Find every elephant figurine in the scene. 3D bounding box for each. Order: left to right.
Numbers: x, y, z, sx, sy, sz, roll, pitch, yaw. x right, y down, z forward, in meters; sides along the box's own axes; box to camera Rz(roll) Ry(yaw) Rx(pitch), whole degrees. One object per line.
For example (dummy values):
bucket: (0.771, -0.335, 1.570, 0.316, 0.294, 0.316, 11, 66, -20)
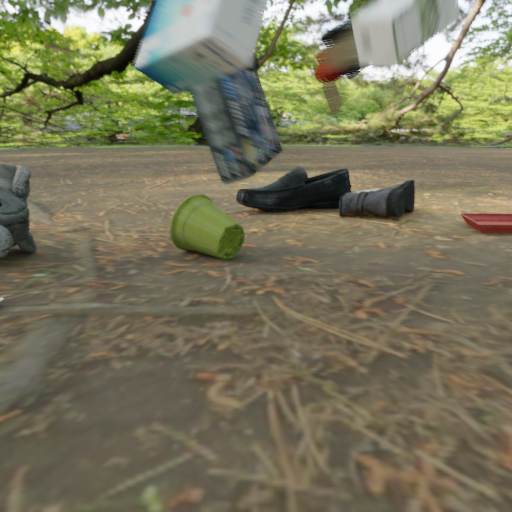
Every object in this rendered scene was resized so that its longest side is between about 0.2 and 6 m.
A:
elephant figurine: (-4.920, -0.730, 10.214, 3.088, 2.185, 2.395, 12, 58, 13)

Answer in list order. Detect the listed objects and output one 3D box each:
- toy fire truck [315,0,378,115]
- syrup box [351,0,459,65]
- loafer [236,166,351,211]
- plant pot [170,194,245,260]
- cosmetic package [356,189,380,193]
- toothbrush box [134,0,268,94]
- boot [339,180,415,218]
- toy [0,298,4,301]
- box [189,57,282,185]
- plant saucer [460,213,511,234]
toy fire truck: (1.622, -3.293, 9.565, 1.444, 1.056, 1.641, -39, 6, -19)
syrup box: (1.710, -2.687, 6.321, 0.547, 0.529, 1.343, 19, 51, 43)
loafer: (1.075, -1.898, 15.638, 3.425, 1.202, 1.163, -5, 15, -19)
plant pot: (-0.821, -0.446, 10.497, 1.090, 1.148, 1.148, 26, 27, 35)
cosmetic package: (3.467, -1.772, 16.806, 0.913, 0.398, 0.472, -9, 17, -34)
toothbrush box: (-0.781, -3.262, 7.989, 0.793, 1.361, 1.859, 25, -14, -40)
boot: (3.283, -1.561, 15.139, 1.699, 0.901, 2.580, 2, 9, 29)
toy: (-4.076, 0.696, 7.008, 0.980, 0.402, 1.702, 1, 14, 6)
box: (-0.559, -3.686, 13.109, 0.792, 3.442, 2.736, -12, 19, 22)
plant saucer: (5.657, -0.747, 13.024, 1.428, 0.263, 1.431, 1, 15, 3)
